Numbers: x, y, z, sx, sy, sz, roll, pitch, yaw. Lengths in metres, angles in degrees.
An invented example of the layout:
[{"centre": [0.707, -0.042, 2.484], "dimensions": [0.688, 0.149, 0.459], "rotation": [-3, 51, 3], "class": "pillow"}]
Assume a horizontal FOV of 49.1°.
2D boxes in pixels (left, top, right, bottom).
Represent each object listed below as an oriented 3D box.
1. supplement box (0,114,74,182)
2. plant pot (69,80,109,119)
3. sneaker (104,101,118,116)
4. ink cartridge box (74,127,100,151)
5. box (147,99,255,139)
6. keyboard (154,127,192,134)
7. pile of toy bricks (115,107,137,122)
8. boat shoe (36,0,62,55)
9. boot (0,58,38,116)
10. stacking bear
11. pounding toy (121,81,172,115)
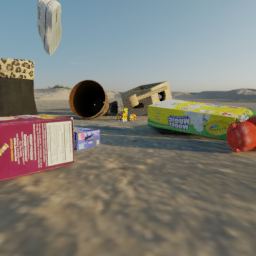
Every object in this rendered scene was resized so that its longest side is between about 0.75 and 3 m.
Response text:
[{"centre": [-1.489, 0.204, 3.646], "dimensions": [0.876, 0.691, 1.338], "rotation": [5, 8, 39], "class": "supplement box"}, {"centre": [-1.504, -1.098, 12.395], "dimensions": [1.643, 1.643, 1.758], "rotation": [1, -6, 13], "class": "plant pot"}, {"centre": [-1.012, -1.045, 14.616], "dimensions": [0.777, 0.739, 1.961], "rotation": [-1, 6, 13], "class": "sneaker"}, {"centre": [-0.959, 0.196, 5.330], "dimensions": [0.913, 0.349, 0.623], "rotation": [7, 9, 35], "class": "ink cartridge box"}, {"centre": [1.873, -0.259, 6.958], "dimensions": [2.434, 0.589, 1.428], "rotation": [9, 17, 30], "class": "box"}, {"centre": [1.330, -0.156, 8.109], "dimensions": [1.143, 0.435, 2.196], "rotation": [0, 7, -2], "class": "keyboard"}, {"centre": [-0.117, -0.565, 11.172], "dimensions": [0.602, 0.536, 1.085], "rotation": [4, 7, 31], "class": "pile of toy bricks"}, {"centre": [-2.098, -2.684, 7.346], "dimensions": [0.555, 1.663, 0.612], "rotation": [31, 52, 2], "class": "boat shoe"}, {"centre": [-2.447, -0.338, 4.547], "dimensions": [2.073, 1.561, 0.758], "rotation": [-1, 7, -10], "class": "boot"}, {"centre": [2.368, 0.062, 4.955], "dimensions": [1.409, 0.856, 0.801], "rotation": [-11, 9, -19], "class": "stacking bear"}, {"centre": [0.935, -1.229, 13.288], "dimensions": [2.549, 1.327, 2.902], "rotation": [-3, 19, 39], "class": "pounding toy"}]
